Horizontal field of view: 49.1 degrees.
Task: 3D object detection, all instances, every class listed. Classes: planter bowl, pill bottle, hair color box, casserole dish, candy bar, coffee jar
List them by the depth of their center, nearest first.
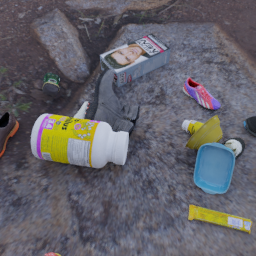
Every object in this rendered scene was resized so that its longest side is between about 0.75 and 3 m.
[{"bbox_3d":[2.751,2.720,8.351,1.883,0.209,0.470,12,57,8],"label":"candy bar"},{"bbox_3d":[2.667,1.209,8.642,1.107,1.828,0.355,14,28,24],"label":"casserole dish"},{"bbox_3d":[-1.509,0.463,9.223,2.950,1.538,1.538,8,53,5],"label":"pill bottle"},{"bbox_3d":[2.696,0.325,9.406,1.521,1.521,0.634,-34,67,-23],"label":"planter bowl"},{"bbox_3d":[2.439,0.020,10.108,0.925,0.520,0.520,21,53,40],"label":"pill bottle"},{"bbox_3d":[-3.096,-1.732,11.293,0.637,0.521,1.222,15,30,-21],"label":"coffee jar"},{"bbox_3d":[0.334,-3.032,12.321,2.805,0.850,1.389,-29,58,-20],"label":"hair color box"}]

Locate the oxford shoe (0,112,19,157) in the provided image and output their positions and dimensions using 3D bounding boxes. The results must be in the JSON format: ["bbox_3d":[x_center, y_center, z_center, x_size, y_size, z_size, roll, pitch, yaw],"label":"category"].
[{"bbox_3d":[-4.653,0.352,9.791,0.765,0.779,2.149,10,53,8],"label":"oxford shoe"}]

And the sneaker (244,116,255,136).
[{"bbox_3d":[5.521,-0.191,10.043,2.555,1.046,0.935,5,53,4],"label":"sneaker"}]

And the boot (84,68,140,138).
[{"bbox_3d":[-0.404,-0.901,10.576,1.867,0.990,2.837,11,66,5],"label":"boot"}]

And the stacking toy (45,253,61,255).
[{"bbox_3d":[-1.813,3.939,7.207,1.314,0.555,1.189,20,55,15],"label":"stacking toy"}]

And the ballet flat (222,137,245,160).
[{"bbox_3d":[3.277,0.855,9.435,2.122,0.726,0.722,-27,74,-19],"label":"ballet flat"}]

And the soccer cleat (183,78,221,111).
[{"bbox_3d":[2.942,-1.340,11.166,0.598,0.642,1.754,-36,61,-24],"label":"soccer cleat"}]

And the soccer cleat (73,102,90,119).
[{"bbox_3d":[-1.817,-0.400,10.548,0.603,0.538,1.554,5,55,8],"label":"soccer cleat"}]
